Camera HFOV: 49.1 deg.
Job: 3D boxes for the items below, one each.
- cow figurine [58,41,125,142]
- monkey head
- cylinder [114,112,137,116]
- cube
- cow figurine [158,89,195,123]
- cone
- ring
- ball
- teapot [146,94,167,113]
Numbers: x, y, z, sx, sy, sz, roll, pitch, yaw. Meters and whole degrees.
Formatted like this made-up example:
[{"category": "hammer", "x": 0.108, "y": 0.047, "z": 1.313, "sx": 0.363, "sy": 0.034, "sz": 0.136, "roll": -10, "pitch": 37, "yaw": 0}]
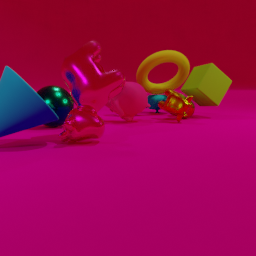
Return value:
[{"category": "cow figurine", "x": -0.857, "y": -0.623, "z": 5.333, "sx": 1.657, "sy": 1.684, "sz": 0.925, "roll": -36, "pitch": -7, "yaw": -12}, {"category": "monkey head", "x": -0.101, "y": -0.894, "z": 8.346, "sx": 1.318, "sy": 1.104, "sz": 1.832, "roll": 31, "pitch": -6, "yaw": 39}, {"category": "cylinder", "x": -0.088, "y": -0.881, "z": 10.224, "sx": 0.847, "sy": 0.847, "sz": 0.847, "roll": 0, "pitch": 8, "yaw": 0}, {"category": "cube", "x": 2.655, "y": -1.437, "z": 9.560, "sx": 1.025, "sy": 1.025, "sz": 1.025, "roll": 35, "pitch": -8, "yaw": -19}, {"category": "cow figurine", "x": 1.655, "y": -0.668, "z": 8.761, "sx": 1.597, "sy": 0.877, "sz": 1.571, "roll": 20, "pitch": 11, "yaw": -38}, {"category": "cone", "x": -2.078, "y": -0.168, "z": 4.772, "sx": 1.247, "sy": 1.243, "sz": 1.243, "roll": -46, "pitch": 23, "yaw": -12}, {"category": "ring", "x": 1.303, "y": -2.024, "z": 10.430, "sx": 2.022, "sy": 0.404, "sz": 2.022, "roll": -9, "pitch": -35, "yaw": -6}, {"category": "ball", "x": -1.927, "y": -0.559, "z": 7.204, "sx": 1.074, "sy": 1.074, "sz": 1.074, "roll": 0, "pitch": 8, "yaw": 0}, {"category": "teapot", "x": 1.147, "y": -0.986, "z": 11.337, "sx": 0.932, "sy": 0.734, "sz": 1.499, "roll": -6, "pitch": 8, "yaw": -36}]
